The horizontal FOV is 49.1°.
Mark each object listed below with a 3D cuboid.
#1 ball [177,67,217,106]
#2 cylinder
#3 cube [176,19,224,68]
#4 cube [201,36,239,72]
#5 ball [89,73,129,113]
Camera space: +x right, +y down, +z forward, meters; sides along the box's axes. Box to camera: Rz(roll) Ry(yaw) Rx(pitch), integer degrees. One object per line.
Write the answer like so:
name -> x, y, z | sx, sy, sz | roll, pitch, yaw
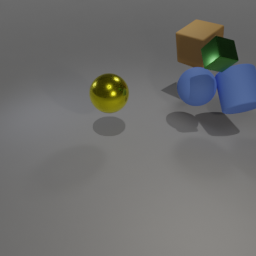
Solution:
ball -> 2.490, -1.494, 10.162 | 1.400, 1.400, 1.400 | 0, 33, 0
cylinder -> 3.936, -1.354, 9.975 | 1.400, 1.400, 1.400 | -6, 78, -9
cube -> 3.014, -3.512, 11.787 | 1.400, 1.400, 1.400 | -38, 48, -24
cube -> 2.663, -2.140, 8.175 | 0.700, 0.700, 0.700 | 4, 70, -24
ball -> -0.660, -1.217, 9.857 | 1.400, 1.400, 1.400 | 0, 33, 0
